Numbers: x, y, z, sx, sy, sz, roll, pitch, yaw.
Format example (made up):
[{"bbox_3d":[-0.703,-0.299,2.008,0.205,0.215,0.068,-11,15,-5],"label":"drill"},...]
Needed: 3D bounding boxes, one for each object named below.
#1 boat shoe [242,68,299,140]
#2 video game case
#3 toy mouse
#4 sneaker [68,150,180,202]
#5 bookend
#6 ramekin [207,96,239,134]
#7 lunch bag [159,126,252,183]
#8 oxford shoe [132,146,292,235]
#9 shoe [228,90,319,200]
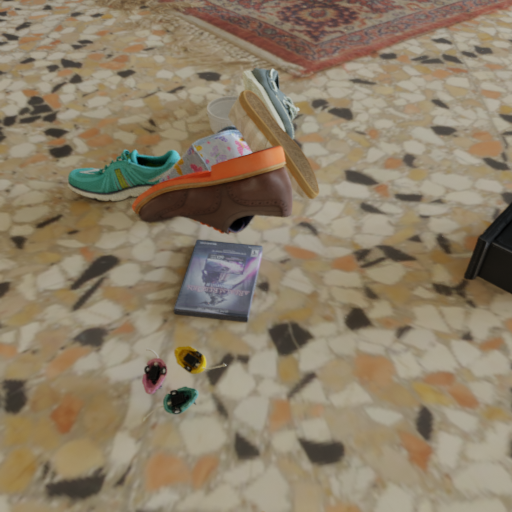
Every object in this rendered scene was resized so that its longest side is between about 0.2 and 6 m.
[{"bbox_3d":[0.501,-3.893,14.205,1.064,1.254,3.444,-13,40,-8],"label":"boat shoe"},{"bbox_3d":[-0.662,0.418,10.453,1.334,0.177,1.867,6,43,6],"label":"video game case"},{"bbox_3d":[-1.294,1.976,8.528,1.448,0.280,1.286,20,70,29],"label":"toy mouse"},{"bbox_3d":[-2.841,-1.870,12.238,2.545,1.014,0.986,-6,44,-6],"label":"sneaker"},{"bbox_3d":[5.488,-0.017,10.260,2.283,1.058,2.297,33,53,30],"label":"bookend"},{"bbox_3d":[-0.632,-3.493,14.212,1.213,0.637,1.213,0,44,0],"label":"ramekin"},{"bbox_3d":[-0.801,-1.803,11.467,1.858,1.576,1.181,-29,86,-40],"label":"lunch bag"},{"bbox_3d":[-0.852,-0.847,9.470,3.330,1.208,1.185,-10,12,41],"label":"oxford shoe"},{"bbox_3d":[0.324,-1.993,10.572,2.420,0.646,0.846,55,29,6],"label":"shoe"}]
